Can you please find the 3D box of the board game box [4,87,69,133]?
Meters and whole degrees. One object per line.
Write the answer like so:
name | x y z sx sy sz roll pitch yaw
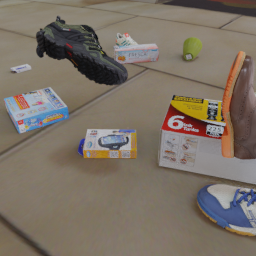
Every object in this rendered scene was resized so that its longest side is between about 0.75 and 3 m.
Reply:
board game box | -3.007 -0.640 9.163 1.607 0.459 1.642 -20 39 -25

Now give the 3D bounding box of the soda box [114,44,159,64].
soda box | 0.376 -3.472 13.069 2.047 0.651 0.700 -6 35 -9

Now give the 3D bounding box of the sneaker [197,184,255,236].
sneaker | 2.810 1.481 5.437 2.838 1.251 1.068 13 38 20

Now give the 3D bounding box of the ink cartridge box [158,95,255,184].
ink cartridge box | 2.471 0.055 7.502 2.890 1.212 2.538 9 35 14

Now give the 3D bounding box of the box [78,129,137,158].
box | -0.564 0.419 7.767 1.613 0.335 0.960 2 35 -1

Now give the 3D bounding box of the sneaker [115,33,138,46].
sneaker | 0.000 -4.387 14.265 1.669 0.780 0.587 27 43 34

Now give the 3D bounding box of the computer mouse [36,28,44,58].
computer mouse | -2.734 -2.617 8.665 0.211 1.241 0.364 -6 65 -20

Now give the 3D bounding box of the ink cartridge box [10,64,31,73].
ink cartridge box | -4.691 -2.588 12.234 0.802 0.157 0.399 -24 41 -32

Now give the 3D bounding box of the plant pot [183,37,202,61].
plant pot | 2.976 -3.640 13.243 0.902 0.902 0.964 11 51 16

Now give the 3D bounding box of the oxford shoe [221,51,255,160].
oxford shoe | 2.208 -0.317 5.113 0.862 2.364 0.843 9 50 26

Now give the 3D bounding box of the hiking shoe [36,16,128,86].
hiking shoe | -0.829 -1.730 5.970 2.085 0.790 1.050 29 64 -2

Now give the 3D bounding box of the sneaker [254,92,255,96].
sneaker | 4.960 -1.005 9.151 2.599 1.100 0.946 14 39 21
